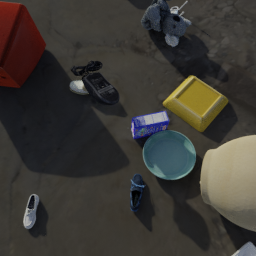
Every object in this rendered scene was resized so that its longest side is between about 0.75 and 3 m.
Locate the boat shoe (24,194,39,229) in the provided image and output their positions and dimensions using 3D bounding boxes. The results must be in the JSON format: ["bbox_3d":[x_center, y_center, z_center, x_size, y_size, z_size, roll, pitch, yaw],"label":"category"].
[{"bbox_3d":[-3.161,2.698,9.125,0.388,0.369,1.078,10,64,5],"label":"boat shoe"}]

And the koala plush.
[{"bbox_3d":[1.741,-4.718,12.367,1.991,1.830,1.765,32,76,-7],"label":"koala plush"}]

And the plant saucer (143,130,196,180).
[{"bbox_3d":[1.457,0.985,10.007,1.871,0.336,1.871,0,63,1],"label":"plant saucer"}]

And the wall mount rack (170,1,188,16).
[{"bbox_3d":[2.177,-5.382,12.995,1.121,0.481,1.291,5,61,27],"label":"wall mount rack"}]

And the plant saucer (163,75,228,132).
[{"bbox_3d":[2.699,-1.108,10.986,1.940,0.470,1.940,39,70,17],"label":"plant saucer"}]

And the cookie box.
[{"bbox_3d":[0.780,-0.100,10.149,1.243,1.063,0.467,-11,68,-6],"label":"cookie box"}]

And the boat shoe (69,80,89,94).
[{"bbox_3d":[-1.534,-1.698,11.214,1.687,0.577,0.630,6,64,3],"label":"boat shoe"}]

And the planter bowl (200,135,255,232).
[{"bbox_3d":[3.385,1.597,8.561,1.954,2.903,2.903,1,60,31],"label":"planter bowl"}]

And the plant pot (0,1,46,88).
[{"bbox_3d":[-5.089,-3.069,10.901,2.682,2.684,2.365,7,74,4],"label":"plant pot"}]

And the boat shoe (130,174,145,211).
[{"bbox_3d":[0.331,2.121,9.380,0.528,0.431,1.255,0,63,0],"label":"boat shoe"}]

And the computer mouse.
[{"bbox_3d":[-0.972,-1.371,9.150,1.246,0.474,1.799,-25,70,-39],"label":"computer mouse"}]

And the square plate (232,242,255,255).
[{"bbox_3d":[3.470,4.903,8.049,2.230,0.320,2.251,-31,68,-15],"label":"square plate"}]
